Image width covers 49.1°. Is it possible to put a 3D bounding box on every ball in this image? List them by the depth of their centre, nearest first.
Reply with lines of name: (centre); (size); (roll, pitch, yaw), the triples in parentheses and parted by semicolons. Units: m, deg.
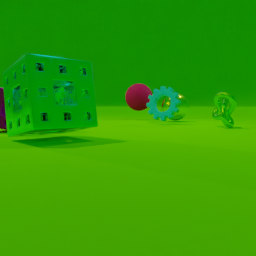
ball: (1.985, -0.884, 11.753); (1.148, 1.148, 1.148); (0, 5, 0)
ball: (0.512, -1.446, 13.167); (1.281, 1.281, 1.281); (0, 5, 0)

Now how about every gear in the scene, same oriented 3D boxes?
gear: (1.290, -0.879, 10.171); (1.237, 1.237, 0.229); (3, -5, 29)

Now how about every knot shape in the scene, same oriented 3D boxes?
knot shape: (2.982, -0.493, 8.629); (0.521, 1.056, 1.128); (-9, -24, -2)

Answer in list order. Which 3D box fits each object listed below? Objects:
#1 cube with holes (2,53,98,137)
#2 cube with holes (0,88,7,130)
cube with holes: (-1.566, -0.570, 5.580); (1.305, 1.305, 1.305); (-4, -4, -41)
cube with holes: (-2.996, -0.504, 7.521); (1.022, 1.022, 1.022); (8, 5, 1)
